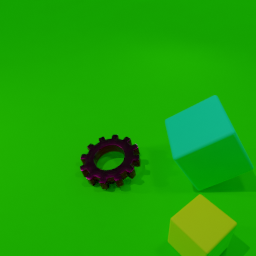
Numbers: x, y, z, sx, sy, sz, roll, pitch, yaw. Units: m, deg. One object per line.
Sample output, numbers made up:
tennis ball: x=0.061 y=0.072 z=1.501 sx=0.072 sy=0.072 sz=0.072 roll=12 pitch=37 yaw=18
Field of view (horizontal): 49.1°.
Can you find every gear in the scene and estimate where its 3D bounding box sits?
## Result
gear: x=-0.431 y=0.792 z=6.877 sx=1.471 sy=0.272 sz=1.471 roll=-8 pitch=45 yaw=8

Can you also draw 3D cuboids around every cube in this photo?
cube: x=1.811 y=0.354 z=6.423 sx=1.337 sy=1.337 sz=1.337 roll=-27 pitch=36 yaw=19
cube: x=1.348 y=1.952 z=5.210 sx=0.841 sy=0.841 sz=0.841 roll=-29 pitch=47 yaw=-28
